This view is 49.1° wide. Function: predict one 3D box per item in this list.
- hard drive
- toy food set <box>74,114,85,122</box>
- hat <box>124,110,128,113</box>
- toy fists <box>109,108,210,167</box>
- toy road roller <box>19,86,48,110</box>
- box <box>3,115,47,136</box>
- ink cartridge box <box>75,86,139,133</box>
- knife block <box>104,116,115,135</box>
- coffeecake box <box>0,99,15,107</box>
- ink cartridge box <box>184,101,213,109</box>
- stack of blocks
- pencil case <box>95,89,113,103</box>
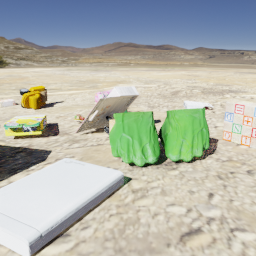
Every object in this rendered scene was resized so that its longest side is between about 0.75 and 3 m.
[{"bbox_3d":[-1.547,1.351,5.687,1.803,0.365,2.733,9,18,29],"label":"hard drive"},{"bbox_3d":[-2.063,-0.459,12.027,0.504,0.280,0.856,7,5,-12],"label":"toy food set"},{"bbox_3d":[-0.287,-1.104,13.377,1.025,0.903,0.849,-9,18,-30],"label":"hat"},{"bbox_3d":[0.891,0.251,7.700,2.839,1.447,0.976,-4,0,-14],"label":"toy fists"},{"bbox_3d":[-4.862,-1.529,14.852,1.187,0.999,1.626,28,35,35],"label":"toy road roller"},{"bbox_3d":[-3.686,-0.106,10.232,1.226,0.506,2.090,-4,9,-9],"label":"box"},{"bbox_3d":[-0.841,-0.670,10.121,1.825,2.071,0.463,-10,63,-43],"label":"ink cartridge box"},{"bbox_3d":[-0.297,0.135,9.328,2.005,0.731,2.284,7,18,26],"label":"knife block"},{"bbox_3d":[-6.768,-1.379,15.456,0.635,0.302,0.827,14,21,41],"label":"coffeecake box"},{"bbox_3d":[3.677,-1.127,14.671,1.374,0.325,1.100,6,15,1],"label":"ink cartridge box"},{"bbox_3d":[4.246,-0.044,8.843,0.677,1.331,2.312,-13,20,-38],"label":"stack of blocks"},{"bbox_3d":[-1.251,-1.878,16.464,0.734,0.734,1.679,9,17,29],"label":"pencil case"}]
